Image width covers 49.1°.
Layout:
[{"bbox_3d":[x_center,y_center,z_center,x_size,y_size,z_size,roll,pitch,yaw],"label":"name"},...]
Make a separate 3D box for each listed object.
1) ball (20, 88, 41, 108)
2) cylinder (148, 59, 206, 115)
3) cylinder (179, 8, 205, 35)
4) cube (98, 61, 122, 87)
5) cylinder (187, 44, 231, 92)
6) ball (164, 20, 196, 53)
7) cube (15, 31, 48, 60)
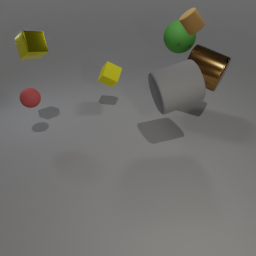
[{"bbox_3d":[-3.386,-1.046,9.709,0.700,0.700,0.700,0,32,0],"label":"ball"},{"bbox_3d":[1.530,-1.301,8.932,1.400,1.400,1.400,-20,35,-4],"label":"cylinder"},{"bbox_3d":[2.358,-3.921,10.329,0.700,0.700,0.700,-35,25,19],"label":"cylinder"},{"bbox_3d":[-0.771,-2.266,11.897,0.700,0.700,0.700,22,71,-18],"label":"cube"},{"bbox_3d":[3.021,-2.323,10.861,1.400,1.400,1.400,28,40,15],"label":"cylinder"},{"bbox_3d":[2.267,-3.998,12.284,1.400,1.400,1.400,0,32,0],"label":"ball"},{"bbox_3d":[-3.127,-2.676,9.081,0.700,0.700,0.700,-17,4,-42],"label":"cube"}]
